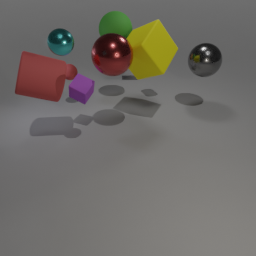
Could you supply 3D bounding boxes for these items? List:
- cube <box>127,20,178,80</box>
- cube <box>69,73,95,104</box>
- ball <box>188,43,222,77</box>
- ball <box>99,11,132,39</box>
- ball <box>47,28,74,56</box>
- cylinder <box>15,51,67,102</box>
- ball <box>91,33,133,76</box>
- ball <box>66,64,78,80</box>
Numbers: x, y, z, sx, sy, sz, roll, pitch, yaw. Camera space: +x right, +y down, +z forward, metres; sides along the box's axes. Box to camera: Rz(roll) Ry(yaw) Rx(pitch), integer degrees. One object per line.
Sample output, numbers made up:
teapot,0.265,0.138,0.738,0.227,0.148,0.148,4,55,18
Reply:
cube,0.731,-2.853,10.403,1.400,1.400,1.400,-2,51,49
cube,-1.718,-1.443,10.377,0.700,0.700,0.700,27,60,4
ball,3.223,-2.842,11.755,1.400,1.400,1.400,0,30,0
ball,-0.520,-4.124,11.679,1.400,1.400,1.400,0,30,0
ball,-1.775,-2.265,7.406,0.700,0.700,0.700,0,30,0
cylinder,-2.874,-1.666,9.213,1.400,1.400,1.400,10,25,-23
ball,-0.521,-2.430,9.324,1.400,1.400,1.400,0,30,0
ball,-2.554,-2.440,12.221,0.700,0.700,0.700,0,30,0
